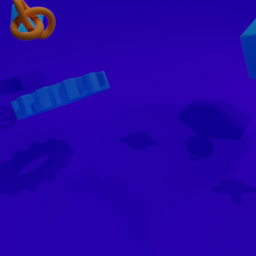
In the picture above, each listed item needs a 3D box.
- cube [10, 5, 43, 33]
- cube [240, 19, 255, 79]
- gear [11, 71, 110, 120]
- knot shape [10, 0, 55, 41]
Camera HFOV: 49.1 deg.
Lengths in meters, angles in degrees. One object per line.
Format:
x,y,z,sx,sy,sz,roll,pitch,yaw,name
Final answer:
-3.085,-3.266,8.520,0.717,0.717,0.717,-1,22,-40,cube
3.926,-2.165,7.234,1.321,1.321,1.321,11,49,47,cube
-1.417,-0.698,6.044,2.025,0.375,2.025,-19,7,2,gear
-2.441,-2.722,6.916,0.549,1.113,1.189,-19,18,44,knot shape
